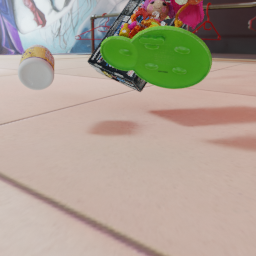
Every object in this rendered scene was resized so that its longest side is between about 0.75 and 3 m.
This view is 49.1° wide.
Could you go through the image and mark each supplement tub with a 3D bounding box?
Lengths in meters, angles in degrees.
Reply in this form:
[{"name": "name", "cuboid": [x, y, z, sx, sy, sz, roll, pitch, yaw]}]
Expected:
[{"name": "supplement tub", "cuboid": [-2.654, -1.816, 8.210, 0.979, 0.979, 1.346, -4, 37, -12]}]

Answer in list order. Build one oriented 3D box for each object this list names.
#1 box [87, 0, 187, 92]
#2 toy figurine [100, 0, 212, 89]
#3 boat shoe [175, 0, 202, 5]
[{"name": "box", "cuboid": [0.297, -2.937, 9.406, 2.376, 2.989, 0.688, 31, -5, 38]}, {"name": "toy figurine", "cuboid": [0.888, -2.587, 7.106, 2.639, 1.981, 2.429, 10, 62, 11]}, {"name": "boat shoe", "cuboid": [1.216, -3.213, 6.137, 0.650, 0.739, 2.077, -13, 38, 0]}]
